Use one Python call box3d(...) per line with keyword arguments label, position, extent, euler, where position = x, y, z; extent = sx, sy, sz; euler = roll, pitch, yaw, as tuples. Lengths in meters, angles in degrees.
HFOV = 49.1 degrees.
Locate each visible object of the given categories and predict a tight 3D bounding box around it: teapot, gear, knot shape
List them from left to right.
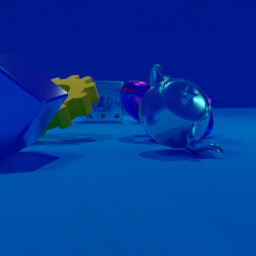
box3d(label="gear", position=(-1.395, -0.421, 4.871), extent=(1.751, 0.324, 1.751), euler=(-12, 29, 6))
box3d(label="knot shape", position=(0.770, -0.285, 4.717), extent=(1.802, 0.833, 1.686), euler=(6, 15, -9))
box3d(label="teapot", position=(0.627, -0.192, 3.376), extent=(0.891, 1.433, 0.702), euler=(-14, -27, -30))

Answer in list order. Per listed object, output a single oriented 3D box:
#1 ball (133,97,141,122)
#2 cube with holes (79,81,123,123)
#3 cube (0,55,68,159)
box3d(label="ball", position=(0.562, -0.767, 9.428), extent=(1.178, 1.178, 1.178), euler=(0, 4, 0))
box3d(label="cube with holes", position=(-1.007, -0.929, 10.081), extent=(1.391, 1.391, 1.391), euler=(-1, 4, -15))
box3d(label="cube", position=(-1.254, -0.265, 3.046), extent=(0.754, 0.754, 0.754), euler=(38, 14, -3))
